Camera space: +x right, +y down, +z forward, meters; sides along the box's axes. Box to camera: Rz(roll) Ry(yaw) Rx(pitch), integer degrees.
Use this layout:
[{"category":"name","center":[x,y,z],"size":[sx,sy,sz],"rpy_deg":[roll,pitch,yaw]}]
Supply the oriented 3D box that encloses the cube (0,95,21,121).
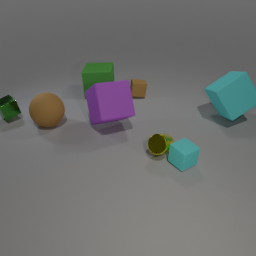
[{"category":"cube","center":[-5.041,-0.858,11.731],"size":[0.700,0.700,0.700],"rpy_deg":[-35,44,-29]}]

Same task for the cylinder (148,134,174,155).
[{"category":"cylinder","center":[1.126,0.540,9.503],"size":[0.700,0.700,0.700],"rpy_deg":[20,9,29]}]

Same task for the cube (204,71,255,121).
[{"category":"cube","center":[4.246,-1.350,11.451],"size":[1.400,1.400,1.400],"rpy_deg":[-33,12,4]}]

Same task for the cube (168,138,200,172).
[{"category":"cube","center":[1.830,0.867,9.214],"size":[0.700,0.700,0.700],"rpy_deg":[-20,39,-30]}]

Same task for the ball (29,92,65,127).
[{"category":"ball","center":[-3.271,-0.733,11.329],"size":[1.400,1.400,1.400],"rpy_deg":[0,31,0]}]

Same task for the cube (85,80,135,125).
[{"category":"cube","center":[-0.722,-0.973,10.953],"size":[1.400,1.400,1.400],"rpy_deg":[-10,-1,-24]}]

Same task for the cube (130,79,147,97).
[{"category":"cube","center":[0.504,-1.979,13.889],"size":[0.700,0.700,0.700],"rpy_deg":[3,26,-10]}]

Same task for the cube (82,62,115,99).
[{"category":"cube","center":[-1.435,-2.378,13.974],"size":[1.400,1.400,1.400],"rpy_deg":[-1,31,3]}]
